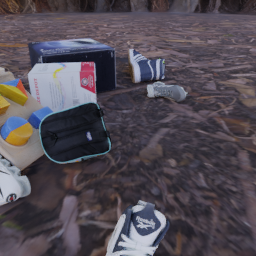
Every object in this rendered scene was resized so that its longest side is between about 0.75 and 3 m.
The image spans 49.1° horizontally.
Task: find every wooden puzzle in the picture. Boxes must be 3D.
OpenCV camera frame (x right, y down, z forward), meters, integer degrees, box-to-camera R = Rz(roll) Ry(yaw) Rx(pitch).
[{"bbox_3d":[-2.751,-0.375,6.921,2.402,0.556,2.225,48,26,-3],"label":"wooden puzzle"}]

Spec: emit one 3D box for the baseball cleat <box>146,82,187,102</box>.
[{"bbox_3d":[1.340,-1.303,10.601,0.990,0.648,1.860,-20,23,-23],"label":"baseball cleat"}]

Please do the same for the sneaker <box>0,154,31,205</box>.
[{"bbox_3d":[-3.055,0.963,5.891,2.110,0.782,0.934,20,31,35],"label":"sneaker"}]

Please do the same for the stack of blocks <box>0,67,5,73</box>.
[{"bbox_3d":[-5.115,-1.311,9.285,2.976,1.714,0.872,20,33,34],"label":"stack of blocks"}]

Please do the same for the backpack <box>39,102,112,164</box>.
[{"bbox_3d":[-1.320,0.173,6.756,1.532,1.347,1.174,-17,0,-18],"label":"backpack"}]

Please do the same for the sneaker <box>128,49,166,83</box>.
[{"bbox_3d":[0.860,-3.000,13.261,1.589,1.027,2.929,-6,34,-2],"label":"sneaker"}]

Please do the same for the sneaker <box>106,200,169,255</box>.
[{"bbox_3d":[0.095,1.637,3.787,0.712,1.161,1.784,21,14,4],"label":"sneaker"}]

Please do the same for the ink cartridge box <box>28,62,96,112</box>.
[{"bbox_3d":[-2.145,-1.358,9.558,2.073,1.506,1.499,-3,26,-7],"label":"ink cartridge box"}]

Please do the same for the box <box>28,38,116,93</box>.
[{"bbox_3d":[-2.415,-2.643,11.804,2.927,1.804,2.903,-13,29,-24],"label":"box"}]
